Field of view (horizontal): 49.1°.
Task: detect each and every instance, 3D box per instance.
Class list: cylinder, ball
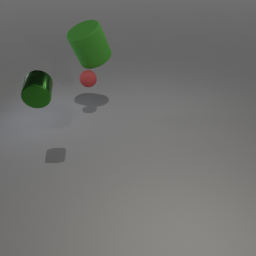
[{"bbox_3d":[-2.254,-0.968,6.983,0.700,0.700,0.700,-4,42,-7],"label":"cylinder"},{"bbox_3d":[-1.629,-2.013,11.448,0.700,0.700,0.700,0,29,0],"label":"ball"},{"bbox_3d":[-1.543,-3.370,11.313,1.400,1.400,1.400,-12,46,13],"label":"cylinder"}]
